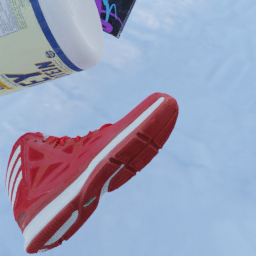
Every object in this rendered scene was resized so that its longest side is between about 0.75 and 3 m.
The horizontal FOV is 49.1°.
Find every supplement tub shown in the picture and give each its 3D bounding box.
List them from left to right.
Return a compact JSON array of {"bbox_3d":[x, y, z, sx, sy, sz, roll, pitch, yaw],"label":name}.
[{"bbox_3d":[-1.981,-1.657,4.827,2.707,1.963,1.963,-14,54,15],"label":"supplement tub"}]

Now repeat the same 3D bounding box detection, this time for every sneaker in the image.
[{"bbox_3d":[-0.789,0.246,4.234,2.997,1.174,1.731,-44,63,0],"label":"sneaker"}]

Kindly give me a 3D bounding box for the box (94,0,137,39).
[{"bbox_3d":[-1.077,-3.751,6.614,2.957,0.534,2.114,27,101,-3],"label":"box"}]
